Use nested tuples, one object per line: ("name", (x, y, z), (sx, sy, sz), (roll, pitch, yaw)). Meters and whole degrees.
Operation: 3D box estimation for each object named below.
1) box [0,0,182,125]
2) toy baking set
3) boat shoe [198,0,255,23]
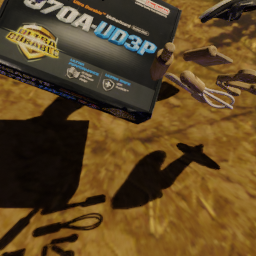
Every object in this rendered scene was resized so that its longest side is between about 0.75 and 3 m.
("box", (-0.697, -1.657, 5.165), (2.974, 0.684, 2.364), (21, 76, -12))
("toy baking set", (1.015, -0.626, 4.020), (1.522, 1.983, 0.231), (22, 83, -5))
("boat shoe", (2.383, -2.721, 6.428), (1.618, 0.581, 0.547), (-26, 102, -11))
